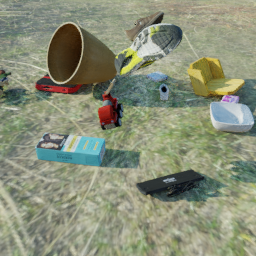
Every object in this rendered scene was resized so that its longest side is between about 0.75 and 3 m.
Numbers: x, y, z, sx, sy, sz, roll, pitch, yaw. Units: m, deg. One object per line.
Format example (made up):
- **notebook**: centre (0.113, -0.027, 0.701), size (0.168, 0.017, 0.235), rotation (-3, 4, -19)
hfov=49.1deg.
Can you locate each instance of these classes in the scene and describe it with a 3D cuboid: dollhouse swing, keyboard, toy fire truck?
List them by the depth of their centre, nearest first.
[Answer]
- **toy fire truck**: centre (-0.519, -0.692, 7.990), size (0.765, 1.189, 1.047), rotation (-12, 39, 16)
- **keyboard**: centre (1.318, 1.774, 8.474), size (2.000, 0.396, 1.041), rotation (-12, 14, -14)
- **dollhouse swing**: centre (4.215, -2.522, 13.182), size (1.975, 1.795, 1.737), rotation (-33, 17, -38)

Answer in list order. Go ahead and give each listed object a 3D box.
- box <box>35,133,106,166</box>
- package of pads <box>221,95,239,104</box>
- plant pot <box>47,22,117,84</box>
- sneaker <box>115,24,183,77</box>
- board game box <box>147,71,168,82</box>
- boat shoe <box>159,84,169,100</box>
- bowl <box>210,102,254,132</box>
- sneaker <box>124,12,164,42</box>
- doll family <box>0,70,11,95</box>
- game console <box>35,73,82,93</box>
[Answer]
- **box**: centre (-1.943, 0.716, 9.643), size (2.205, 0.542, 0.907), rotation (5, 36, 7)
- **package of pads**: centre (4.397, -1.069, 12.257), size (0.640, 0.402, 1.062), rotation (20, 40, 25)
- **plant pot**: centre (-1.897, -3.255, 13.425), size (2.922, 2.723, 2.723), rotation (3, 24, -48)
- **sneaker**: centre (0.735, -2.743, 9.562), size (2.856, 1.063, 1.208), rotation (-18, 12, 45)
- **board game box**: centre (1.526, -2.699, 14.732), size (0.786, 0.171, 0.790), rotation (-21, 41, -27)
- **boat shoe**: centre (1.694, -1.811, 13.249), size (0.477, 0.454, 1.325), rotation (6, 36, 9)
- **bowl**: centre (4.057, -0.375, 11.134), size (1.579, 0.590, 1.581), rotation (5, 35, 7)
- **sneaker**: centre (0.611, -3.821, 10.219), size (0.688, 0.641, 1.820), rotation (37, 63, 12)
- **doll family**: centre (-6.605, -1.953, 13.076), size (2.435, 0.955, 1.408), rotation (-18, 44, -18)
- **game console**: centre (-3.368, -2.320, 14.146), size (2.179, 0.338, 1.927), rotation (8, 30, 10)
